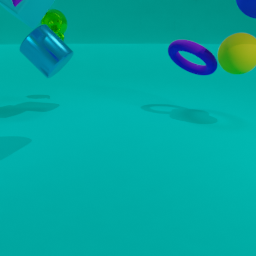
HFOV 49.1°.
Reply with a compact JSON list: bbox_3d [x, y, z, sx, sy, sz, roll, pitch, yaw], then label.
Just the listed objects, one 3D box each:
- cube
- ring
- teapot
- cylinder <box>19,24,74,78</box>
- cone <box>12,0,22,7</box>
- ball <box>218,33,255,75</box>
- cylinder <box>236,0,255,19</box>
[{"bbox_3d":[-2.936,-3.677,7.811,1.088,1.088,1.088,36,1,4],"label":"cube"},{"bbox_3d":[2.106,-2.288,9.213,1.735,0.347,1.735,28,-7,4],"label":"ring"},{"bbox_3d":[-2.781,-3.873,10.507,1.015,1.633,0.799,-26,19,9],"label":"teapot"},{"bbox_3d":[-2.724,-2.563,9.441,1.273,1.273,1.273,-43,10,9],"label":"cylinder"},{"bbox_3d":[-1.625,-2.495,4.291,1.473,1.478,1.473,3,-14,1],"label":"cone"},{"bbox_3d":[3.110,-2.075,7.864,1.133,1.133,1.133,0,18,0],"label":"ball"},{"bbox_3d":[3.589,-3.675,7.231,1.192,1.192,1.192,0,-10,-1],"label":"cylinder"}]
